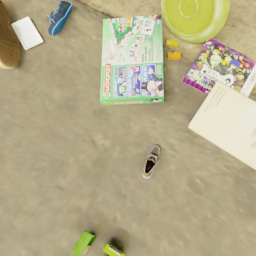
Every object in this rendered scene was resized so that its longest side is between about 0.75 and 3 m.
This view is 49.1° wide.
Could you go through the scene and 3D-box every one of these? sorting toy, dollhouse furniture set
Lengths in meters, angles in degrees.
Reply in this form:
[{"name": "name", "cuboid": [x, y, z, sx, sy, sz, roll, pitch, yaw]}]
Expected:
[{"name": "sorting toy", "cuboid": [0.662, -2.685, 9.024, 2.012, 0.269, 1.499, -1, 72, 0]}, {"name": "dollhouse furniture set", "cuboid": [-0.943, 3.415, 6.428, 1.109, 0.850, 1.693, 29, 72, 10]}]

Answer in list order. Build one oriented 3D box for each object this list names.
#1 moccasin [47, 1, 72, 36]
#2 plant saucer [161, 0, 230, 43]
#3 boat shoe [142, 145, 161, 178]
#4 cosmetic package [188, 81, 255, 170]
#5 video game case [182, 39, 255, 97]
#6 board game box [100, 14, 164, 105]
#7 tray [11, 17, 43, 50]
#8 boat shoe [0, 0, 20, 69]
[{"name": "moccasin", "cuboid": [-2.343, -3.639, 9.303, 0.505, 0.595, 1.480, 24, 57, -5]}, {"name": "plant saucer", "cuboid": [1.862, -3.640, 8.382, 2.279, 2.279, 0.354, 42, 49, 14]}, {"name": "boat shoe", "cuboid": [0.674, 0.891, 7.654, 0.353, 0.354, 0.977, 18, 70, 7]}, {"name": "cosmetic package", "cuboid": [3.174, 0.112, 7.288, 2.838, 1.037, 1.469, 32, 103, 12]}, {"name": "video game case", "cuboid": [2.944, -1.688, 8.630, 1.953, 0.350, 1.770, 31, 71, 11]}, {"name": "board game box", "cuboid": [0.136, -2.083, 8.489, 1.863, 0.403, 2.768, -1, 75, 9]}, {"name": "tray", "cuboid": [-3.339, -3.128, 9.300, 0.650, 0.134, 1.211, -30, 72, -10]}, {"name": "boat shoe", "cuboid": [-4.177, -2.916, 8.906, 0.873, 0.965, 2.707, -29, 69, 27]}]
